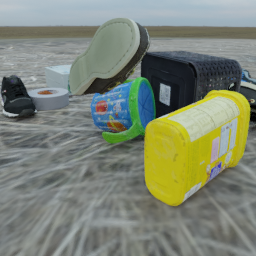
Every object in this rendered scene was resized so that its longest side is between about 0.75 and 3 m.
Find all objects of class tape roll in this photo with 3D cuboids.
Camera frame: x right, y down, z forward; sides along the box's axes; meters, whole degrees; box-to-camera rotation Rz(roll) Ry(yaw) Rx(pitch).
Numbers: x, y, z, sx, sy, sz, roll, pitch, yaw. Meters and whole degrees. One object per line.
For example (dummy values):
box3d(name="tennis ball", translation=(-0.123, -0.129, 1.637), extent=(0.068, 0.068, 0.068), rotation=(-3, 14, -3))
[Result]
box3d(name="tape roll", translation=(-2.698, -1.005, 9.516), extent=(1.356, 0.448, 1.356), rotation=(0, 21, 0))

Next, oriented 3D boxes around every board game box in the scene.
box3d(name="board game box", translation=(-1.746, -2.168, 11.861), extent=(2.897, 0.931, 2.137), rotation=(-15, 26, -30))

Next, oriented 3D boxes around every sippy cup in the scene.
box3d(name="sippy cup", translation=(-0.146, -0.489, 7.109), extent=(1.362, 1.459, 1.859), rotation=(-3, 9, 23))

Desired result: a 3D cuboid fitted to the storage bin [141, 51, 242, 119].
box3d(name="storage bin", translation=(1.476, -0.992, 7.522), extent=(1.298, 1.871, 2.768), rotation=(-8, 23, -21))

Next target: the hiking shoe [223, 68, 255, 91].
box3d(name="hiking shoe", translation=(4.038, -1.706, 10.597), extent=(1.122, 0.963, 2.589), rotation=(0, 21, -4))

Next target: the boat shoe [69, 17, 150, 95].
box3d(name="boat shoe", translation=(-0.289, -1.098, 4.682), extent=(0.702, 0.831, 2.330), rotation=(-1, -7, -31))

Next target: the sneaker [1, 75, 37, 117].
box3d(name="sneaker", translation=(-3.604, -1.073, 8.830), extent=(0.921, 1.065, 2.432), rotation=(-14, 25, -32))

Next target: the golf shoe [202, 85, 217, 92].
box3d(name="golf shoe", translation=(3.247, -1.533, 11.152), extent=(0.815, 0.296, 0.375), rotation=(27, 20, 38))

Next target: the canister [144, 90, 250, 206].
box3d(name="canister", translation=(1.225, 0.268, 4.863), extent=(0.872, 1.496, 2.014), rotation=(20, 31, 41))

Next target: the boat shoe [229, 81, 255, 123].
box3d(name="boat shoe", translation=(3.998, -0.369, 7.386), extent=(2.880, 1.053, 0.902), rotation=(19, 66, 17))
